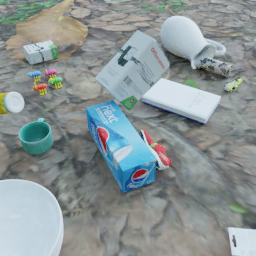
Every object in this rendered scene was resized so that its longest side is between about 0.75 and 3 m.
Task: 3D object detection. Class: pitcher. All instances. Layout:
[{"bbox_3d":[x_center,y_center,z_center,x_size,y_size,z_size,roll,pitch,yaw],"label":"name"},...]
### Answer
[{"bbox_3d":[2.857,-3.866,12.456,2.234,1.579,2.604,-16,52,-31],"label":"pitcher"}]

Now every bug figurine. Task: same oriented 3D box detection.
[{"bbox_3d":[-3.246,-1.895,10.869,1.221,0.405,1.574,-18,43,-20],"label":"bug figurine"}]

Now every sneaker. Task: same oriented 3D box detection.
[{"bbox_3d":[4.044,-1.596,10.625,0.880,0.332,0.336,-30,55,-17],"label":"sneaker"},{"bbox_3d":[0.739,0.609,7.924,0.601,0.545,1.415,-10,49,-25],"label":"sneaker"}]

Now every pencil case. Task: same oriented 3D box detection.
[{"bbox_3d":[3.556,-2.511,11.507,1.369,0.612,0.533,27,76,29],"label":"pencil case"}]

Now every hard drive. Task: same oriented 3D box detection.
[{"bbox_3d":[1.891,-1.012,9.904,2.330,0.296,1.537,22,45,24],"label":"hard drive"}]

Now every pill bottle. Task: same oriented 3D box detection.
[{"bbox_3d":[-2.879,-0.559,6.503,0.862,0.479,0.479,-3,35,32],"label":"pill bottle"}]

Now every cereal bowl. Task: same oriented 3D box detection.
[{"bbox_3d":[-2.474,2.277,5.458,2.495,1.039,2.495,0,40,0],"label":"cereal bowl"}]

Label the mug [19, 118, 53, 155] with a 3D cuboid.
[{"bbox_3d":[-2.547,0.284,8.077,0.872,0.656,1.061,26,49,24],"label":"mug"}]

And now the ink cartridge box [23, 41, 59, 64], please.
[{"bbox_3d":[-3.898,-3.389,12.517,1.295,0.538,0.949,-21,45,-23],"label":"ink cartridge box"}]

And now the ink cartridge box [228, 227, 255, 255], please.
[{"bbox_3d":[2.697,2.478,5.800,1.199,0.302,0.654,4,41,7],"label":"ink cartridge box"}]

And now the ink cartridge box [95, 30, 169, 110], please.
[{"bbox_3d":[0.175,-1.695,8.435,1.936,1.419,0.804,-48,56,2],"label":"ink cartridge box"}]

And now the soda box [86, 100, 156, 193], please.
[{"bbox_3d":[-0.284,0.388,7.801,0.941,0.890,2.775,-16,42,-19],"label":"soda box"}]
